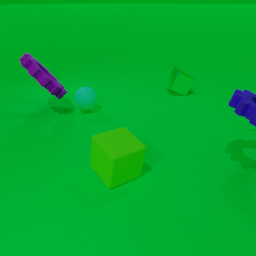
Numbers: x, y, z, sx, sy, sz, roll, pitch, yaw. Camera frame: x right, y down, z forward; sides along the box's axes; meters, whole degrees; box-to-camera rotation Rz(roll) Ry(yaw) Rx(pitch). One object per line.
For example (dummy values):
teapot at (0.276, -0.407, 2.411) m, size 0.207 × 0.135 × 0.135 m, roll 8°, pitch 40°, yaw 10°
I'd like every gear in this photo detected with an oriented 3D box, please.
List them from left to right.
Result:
gear at (-2.876, -1.765, 9.600) m, size 0.339 × 1.832 × 1.832 m, roll -44°, pitch 33°, yaw 2°
gear at (3.026, -0.340, 6.103) m, size 1.615 × 0.299 × 1.615 m, roll 16°, pitch 28°, yaw -9°

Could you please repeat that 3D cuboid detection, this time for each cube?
cube at (-0.245, 0.655, 6.398) m, size 0.898 × 0.898 × 0.898 m, roll -16°, pitch 41°, yaw -32°
cube at (2.159, -1.940, 11.611) m, size 0.789 × 0.789 × 0.789 m, roll 21°, pitch 23°, yaw -16°

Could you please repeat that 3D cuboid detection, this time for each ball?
ball at (-1.484, -1.053, 9.874) m, size 0.794 × 0.794 × 0.794 m, roll 0°, pitch 27°, yaw 0°
